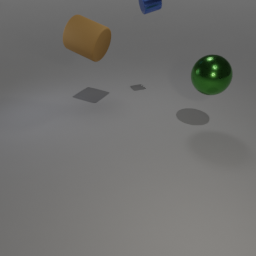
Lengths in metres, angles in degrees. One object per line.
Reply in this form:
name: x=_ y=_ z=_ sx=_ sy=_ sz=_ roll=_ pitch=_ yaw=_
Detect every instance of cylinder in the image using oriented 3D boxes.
cylinder: x=-1.594 y=-3.522 z=11.024 sx=1.400 sy=1.400 sz=1.400 roll=28 pitch=36 yaw=12
cylinder: x=0.843 y=-4.787 z=10.667 sx=0.700 sy=0.700 sz=0.700 roll=-20 pitch=33 yaw=-6

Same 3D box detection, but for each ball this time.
ball: x=2.907 y=-1.843 z=9.770 sx=1.400 sy=1.400 sz=1.400 roll=0 pitch=29 yaw=0
